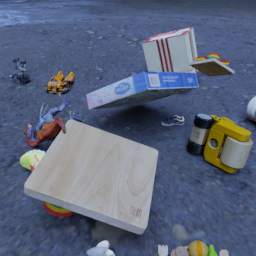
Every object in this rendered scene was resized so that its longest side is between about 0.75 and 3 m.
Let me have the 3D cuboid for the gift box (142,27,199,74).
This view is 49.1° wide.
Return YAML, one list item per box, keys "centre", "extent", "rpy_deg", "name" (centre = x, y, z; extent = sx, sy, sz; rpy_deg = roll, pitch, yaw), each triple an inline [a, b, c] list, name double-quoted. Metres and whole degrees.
- centre: [2.361, -3.385, 13.815]
  extent: [2.653, 2.477, 2.448]
  rpy_deg: [0, 28, 30]
  name: "gift box"

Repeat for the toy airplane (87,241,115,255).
- centre: [-0.821, 2.970, 5.376]
  extent: [1.498, 1.062, 1.505]
  rpy_deg: [-13, 36, -18]
  name: "toy airplane"

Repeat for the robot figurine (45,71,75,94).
- centre: [-3.382, -2.253, 13.936]
  extent: [1.311, 0.526, 1.808]
  rpy_deg: [4, 33, 9]
  name: "robot figurine"

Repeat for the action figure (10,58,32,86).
- centre: [-5.557, -2.794, 14.546]
  extent: [0.932, 0.800, 1.568]
  rpy_deg: [6, 63, -45]
  name: "action figure"

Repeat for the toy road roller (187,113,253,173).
- centre: [3.162, 0.327, 9.283]
  extent: [1.587, 1.336, 2.174]
  rpy_deg: [-13, 33, -39]
  name: "toy road roller"

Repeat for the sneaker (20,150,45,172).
- centre: [-2.502, 1.266, 8.306]
  extent: [1.946, 0.761, 0.879]
  rpy_deg: [14, 38, 20]
  name: "sneaker"

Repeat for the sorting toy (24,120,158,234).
- centre: [-0.805, 1.323, 7.454]
  extent: [2.830, 0.991, 2.847]
  rpy_deg: [20, 35, 0]
  name: "sorting toy"

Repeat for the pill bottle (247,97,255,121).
- centre: [5.605, -0.504, 10.417]
  extent: [1.208, 1.208, 2.123]
  rpy_deg: [-15, 23, -21]
  name: "pill bottle"

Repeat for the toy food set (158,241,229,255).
- centre: [1.472, 2.949, 6.082]
  extent: [1.604, 0.322, 1.107]
  rpy_deg: [2, 33, 3]
  name: "toy food set"

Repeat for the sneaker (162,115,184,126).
- centre: [1.778, -0.314, 11.062]
  extent: [0.893, 0.355, 0.350]
  rpy_deg: [-4, 42, 0]
  name: "sneaker"

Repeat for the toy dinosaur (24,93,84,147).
- centre: [-2.733, -0.045, 9.171]
  extent: [2.403, 1.391, 2.648]
  rpy_deg: [-38, 5, 17]
  name: "toy dinosaur"

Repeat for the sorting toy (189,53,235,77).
- centre: [2.271, -1.709, 7.519]
  extent: [0.870, 0.303, 0.864]
  rpy_deg: [19, -6, -33]
  name: "sorting toy"

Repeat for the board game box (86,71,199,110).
- centre: [0.535, -1.368, 10.366]
  extent: [2.961, 0.645, 2.975]
  rpy_deg: [-14, -3, 44]
  name: "board game box"
